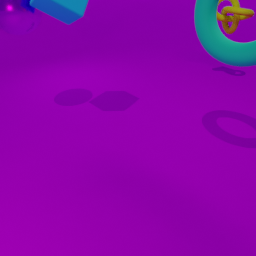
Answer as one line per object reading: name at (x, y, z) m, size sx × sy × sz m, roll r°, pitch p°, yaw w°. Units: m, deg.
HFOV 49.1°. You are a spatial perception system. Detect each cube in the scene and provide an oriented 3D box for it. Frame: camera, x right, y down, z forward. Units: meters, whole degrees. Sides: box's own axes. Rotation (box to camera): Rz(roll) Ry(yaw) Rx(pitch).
cube at (-1.437, -3.025, 6.142) m, size 0.988 × 0.988 × 0.988 m, roll 19°, pitch -2°, yaw -30°

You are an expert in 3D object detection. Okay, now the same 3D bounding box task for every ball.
ball at (-2.718, -2.899, 6.789) m, size 1.239 × 1.239 × 1.239 m, roll 0°, pitch 32°, yaw 0°

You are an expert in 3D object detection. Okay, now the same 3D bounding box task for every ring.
ring at (2.071, -2.090, 4.791) m, size 2.039 × 2.039 × 0.408 m, roll 29°, pitch 25°, yaw 37°

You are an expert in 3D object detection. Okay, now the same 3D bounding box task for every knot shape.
knot shape at (3.390, -3.889, 9.397) m, size 0.632 × 1.279 × 1.367 m, roll -55°, pitch 13°, yaw -16°
